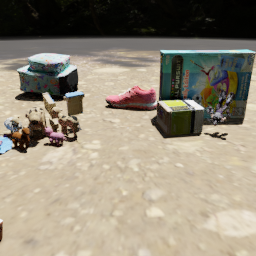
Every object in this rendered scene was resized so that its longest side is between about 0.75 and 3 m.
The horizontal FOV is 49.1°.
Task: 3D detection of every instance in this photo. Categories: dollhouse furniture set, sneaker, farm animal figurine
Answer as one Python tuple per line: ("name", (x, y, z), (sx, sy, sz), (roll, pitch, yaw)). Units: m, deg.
("dollhouse furniture set", (-1.923, -0.641, 8.700), (1.148, 1.084, 0.749), (-16, 37, -25))
("sneaker", (0.135, -1.238, 10.715), (2.034, 0.882, 0.750), (4, 22, 11))
("farm animal figurine", (-2.441, -0.187, 7.928), (1.823, 0.950, 1.803), (-14, 24, -29))

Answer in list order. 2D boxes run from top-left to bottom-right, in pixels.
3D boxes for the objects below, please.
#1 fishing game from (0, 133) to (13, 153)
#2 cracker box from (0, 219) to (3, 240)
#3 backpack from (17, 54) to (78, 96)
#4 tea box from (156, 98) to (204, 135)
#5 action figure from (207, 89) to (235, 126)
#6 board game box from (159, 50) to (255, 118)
("fishing game", (-3.727, 0.428, 7.363), (1.294, 0.281, 1.808), (1, 21, -5))
("cracker box", (-2.681, 1.513, 4.133), (1.316, 0.380, 0.882), (16, 20, 16))
("backpack", (-3.614, -2.339, 12.436), (2.406, 1.811, 2.136), (-1, 24, 9))
("tea box", (1.570, -0.378, 8.671), (1.149, 0.780, 1.168), (-4, 22, -9))
("action figure", (2.695, -0.540, 8.153), (0.733, 1.127, 0.391), (20, -9, 31))
("board game box", (2.547, -1.454, 9.440), (2.945, 2.223, 0.691), (-1, 22, -2))
